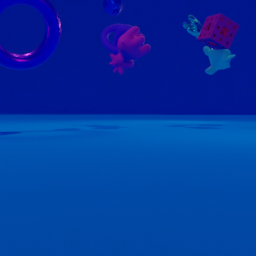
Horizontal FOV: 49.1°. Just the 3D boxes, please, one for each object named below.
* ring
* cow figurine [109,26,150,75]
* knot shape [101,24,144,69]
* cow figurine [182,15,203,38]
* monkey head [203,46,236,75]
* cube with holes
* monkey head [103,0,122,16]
[{"bbox_3d":[-2.458,-2.250,6.488,1.907,1.907,0.381,-3,34,-42],"label":"ring"},{"bbox_3d":[-0.064,-2.592,9.607,1.600,0.892,1.626,-31,-11,14],"label":"cow figurine"},{"bbox_3d":[-0.341,-3.425,11.089,0.864,1.750,1.870,-4,-34,-49],"label":"knot shape"},{"bbox_3d":[2.728,-3.940,11.121,1.169,0.652,1.188,26,32,-27],"label":"cow figurine"},{"bbox_3d":[3.561,-2.740,11.255,1.103,0.924,1.533,-37,43,-15],"label":"monkey head"},{"bbox_3d":[3.097,-3.286,9.657,0.844,0.844,0.844,22,6,-19],"label":"cube with holes"},{"bbox_3d":[-0.414,-4.165,9.218,0.914,0.765,1.270,-24,33,8],"label":"monkey head"}]
